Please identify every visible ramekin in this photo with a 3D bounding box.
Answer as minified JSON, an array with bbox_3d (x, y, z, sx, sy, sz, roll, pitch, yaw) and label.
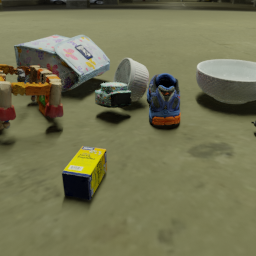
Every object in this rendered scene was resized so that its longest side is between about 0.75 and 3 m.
[{"bbox_3d":[0.092,-1.425,8.560,0.683,1.302,1.302,10,22,-25],"label":"ramekin"}]

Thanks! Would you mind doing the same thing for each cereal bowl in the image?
[{"bbox_3d":[3.283,-1.403,8.791,2.360,0.983,2.360,1,27,0],"label":"cereal bowl"}]

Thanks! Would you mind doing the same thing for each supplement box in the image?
[{"bbox_3d":[-0.754,0.782,5.065,0.498,0.495,0.909,7,28,13],"label":"supplement box"}]

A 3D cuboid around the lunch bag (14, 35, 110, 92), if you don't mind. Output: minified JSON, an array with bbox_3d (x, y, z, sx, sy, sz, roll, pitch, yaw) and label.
[{"bbox_3d":[-2.209,-2.378,10.017,2.666,1.695,2.261,18,32,20],"label":"lunch bag"}]

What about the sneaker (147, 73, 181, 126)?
[{"bbox_3d":[1.092,-1.089,8.061,1.061,1.105,2.817,1,27,-1],"label":"sneaker"}]

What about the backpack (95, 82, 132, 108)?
[{"bbox_3d":[-0.458,-0.895,7.674,0.915,0.702,0.805,2,13,41],"label":"backpack"}]

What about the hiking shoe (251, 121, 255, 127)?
[{"bbox_3d":[3.520,-0.038,6.794,0.950,0.360,0.478,19,9,3],"label":"hiking shoe"}]

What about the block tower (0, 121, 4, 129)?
[{"bbox_3d":[-4.456,-0.532,7.304,2.960,0.799,0.856,17,30,30],"label":"block tower"}]

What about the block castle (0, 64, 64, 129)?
[{"bbox_3d":[-2.784,-0.895,7.408,1.638,1.150,2.451,-6,25,-32],"label":"block castle"}]
